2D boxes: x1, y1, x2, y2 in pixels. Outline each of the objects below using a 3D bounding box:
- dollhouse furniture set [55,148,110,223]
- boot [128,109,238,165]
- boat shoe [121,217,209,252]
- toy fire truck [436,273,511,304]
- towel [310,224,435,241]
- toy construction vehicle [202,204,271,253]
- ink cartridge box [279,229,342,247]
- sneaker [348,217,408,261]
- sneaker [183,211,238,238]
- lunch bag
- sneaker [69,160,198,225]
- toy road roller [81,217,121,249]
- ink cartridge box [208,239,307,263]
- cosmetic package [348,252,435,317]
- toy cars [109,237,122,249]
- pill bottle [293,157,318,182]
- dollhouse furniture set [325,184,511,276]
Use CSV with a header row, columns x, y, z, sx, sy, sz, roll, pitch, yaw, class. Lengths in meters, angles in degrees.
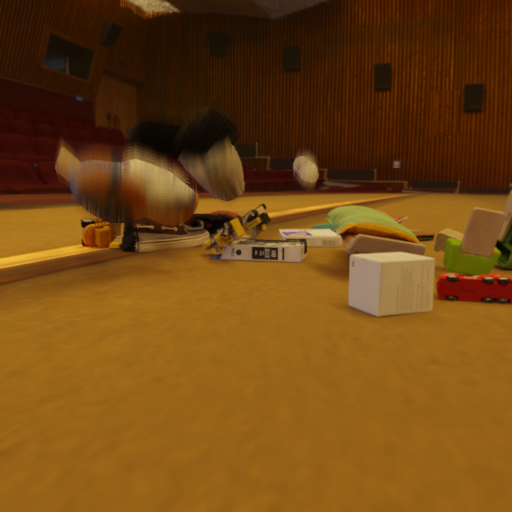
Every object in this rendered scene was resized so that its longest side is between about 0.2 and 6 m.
x,y,z,sx,sy,sz,roll,pitch,yaw,class
-2.945,-1.789,10.966,1.155,1.627,1.289,-52,5,-38,dollhouse furniture set
-1.390,-2.361,10.778,1.813,0.682,1.356,3,-12,-37,boot
-1.997,-0.741,12.786,0.882,1.095,2.362,7,11,39,boat shoe
3.174,0.392,7.644,1.383,0.337,0.975,2,8,17,toy fire truck
2.985,-0.592,14.718,1.997,0.295,2.723,-6,11,-33,towel
-0.343,-0.442,11.198,1.294,0.523,1.486,-33,-1,-36,toy construction vehicle
1.264,-0.436,13.445,1.339,0.293,1.351,0,10,-4,ink cartridge box
2.434,-0.342,10.952,1.333,0.845,2.371,-2,6,8,sneaker
-1.275,-0.768,14.341,2.007,0.709,0.981,-5,9,-17,sneaker
-1.057,-2.246,13.655,1.279,1.540,1.836,-29,-18,7,lunch bag
-2.028,-1.086,8.871,2.331,0.877,1.027,12,29,-53,sneaker
-3.509,-0.508,12.945,1.050,0.646,0.767,-14,28,-42,toy road roller
0.046,-0.118,11.146,1.852,0.363,0.921,1,9,11,ink cartridge box
1.655,0.331,6.903,0.806,0.671,0.675,-3,9,-23,cosmetic package
-2.833,-0.335,12.919,1.173,0.260,0.526,-5,10,-31,toy cars
1.157,-1.965,12.867,0.411,0.411,0.741,-3,29,-17,pill bottle
3.034,-0.684,9.447,3.458,1.335,1.728,9,22,-7,dollhouse furniture set
